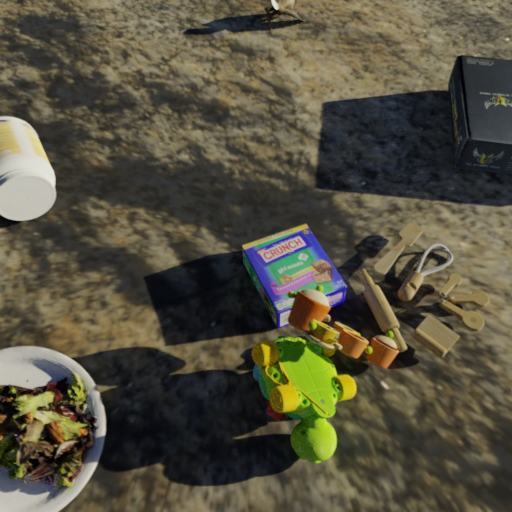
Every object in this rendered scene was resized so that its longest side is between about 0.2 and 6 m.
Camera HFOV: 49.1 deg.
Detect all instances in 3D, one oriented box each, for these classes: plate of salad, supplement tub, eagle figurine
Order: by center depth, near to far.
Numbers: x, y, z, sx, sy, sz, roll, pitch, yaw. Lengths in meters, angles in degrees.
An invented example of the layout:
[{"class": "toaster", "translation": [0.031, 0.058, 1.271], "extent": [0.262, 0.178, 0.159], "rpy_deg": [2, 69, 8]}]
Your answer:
[{"class": "plate of salad", "translation": [-3.506, 2.547, 8.087], "extent": [2.567, 0.617, 2.567], "rpy_deg": [2, 67, -5]}, {"class": "supplement tub", "translation": [-4.836, -1.737, 11.175], "extent": [1.353, 1.353, 1.861], "rpy_deg": [-23, 56, -16]}, {"class": "eagle figurine", "translation": [0.777, -6.788, 15.460], "extent": [1.058, 0.803, 0.798], "rpy_deg": [-15, 34, -5]}]

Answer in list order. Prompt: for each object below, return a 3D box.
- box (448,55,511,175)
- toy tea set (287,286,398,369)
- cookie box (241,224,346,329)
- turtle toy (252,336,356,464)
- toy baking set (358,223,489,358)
[{"class": "box", "translation": [6.324, -3.050, 12.401], "extent": [3.816, 0.973, 3.009], "rpy_deg": [8, 54, 5]}, {"class": "toy tea set", "translation": [1.432, 1.093, 8.927], "extent": [1.217, 2.047, 0.758], "rpy_deg": [31, 96, 55]}, {"class": "cookie box", "translation": [0.647, 0.329, 10.071], "extent": [1.357, 0.596, 1.586], "rpy_deg": [-20, 54, -13]}, {"class": "turtle toy", "translation": [0.674, 2.092, 8.470], "extent": [1.446, 1.003, 1.985], "rpy_deg": [-1, 52, -30]}, {"class": "toy baking set", "translation": [2.919, 0.603, 10.102], "extent": [2.065, 0.313, 2.690], "rpy_deg": [-16, 55, -15]}]
